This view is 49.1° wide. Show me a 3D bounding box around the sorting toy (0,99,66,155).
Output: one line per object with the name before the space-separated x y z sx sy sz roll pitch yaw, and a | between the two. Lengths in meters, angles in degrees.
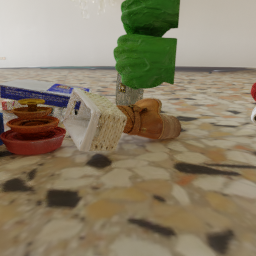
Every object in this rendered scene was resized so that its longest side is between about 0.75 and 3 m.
sorting toy | -2.661 -0.067 5.588 2.746 1.127 1.650 -9 18 -31

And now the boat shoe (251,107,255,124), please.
boat shoe | 4.305 -0.214 6.857 2.406 0.852 0.834 -2 12 31

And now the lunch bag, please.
lunch bag | 0.094 -1.487 10.223 1.062 1.481 1.806 4 14 -3

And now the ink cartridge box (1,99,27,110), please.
ink cartridge box | -4.039 -0.868 10.190 0.931 0.314 0.542 -4 15 -8

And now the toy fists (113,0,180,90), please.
toy fists | 0.424 -1.995 6.074 1.301 2.553 0.878 5 -17 8

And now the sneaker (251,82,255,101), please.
sneaker | 5.893 -1.224 11.018 1.207 0.819 2.089 4 25 -17

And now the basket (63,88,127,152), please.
basket | -0.717 -0.159 5.885 0.824 0.905 1.335 10 21 -32

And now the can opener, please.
can opener | -2.356 -0.375 8.361 1.682 0.443 0.559 2 -20 4

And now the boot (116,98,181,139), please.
boot | 0.125 -0.294 6.961 1.639 0.810 2.111 4 26 -25

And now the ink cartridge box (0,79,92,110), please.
ink cartridge box | -2.834 -1.184 10.032 2.950 0.702 2.985 9 15 -7
